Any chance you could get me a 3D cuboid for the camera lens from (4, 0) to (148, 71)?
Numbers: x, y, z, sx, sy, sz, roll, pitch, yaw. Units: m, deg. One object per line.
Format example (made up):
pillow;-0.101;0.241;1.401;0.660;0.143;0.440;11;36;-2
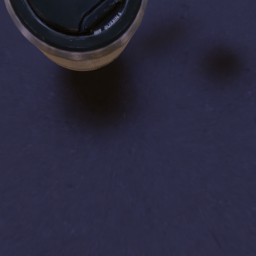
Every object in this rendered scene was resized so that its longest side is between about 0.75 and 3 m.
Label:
camera lens;-0.939;-2.359;5.492;2.303;2.879;2.303;-1;96;-7
